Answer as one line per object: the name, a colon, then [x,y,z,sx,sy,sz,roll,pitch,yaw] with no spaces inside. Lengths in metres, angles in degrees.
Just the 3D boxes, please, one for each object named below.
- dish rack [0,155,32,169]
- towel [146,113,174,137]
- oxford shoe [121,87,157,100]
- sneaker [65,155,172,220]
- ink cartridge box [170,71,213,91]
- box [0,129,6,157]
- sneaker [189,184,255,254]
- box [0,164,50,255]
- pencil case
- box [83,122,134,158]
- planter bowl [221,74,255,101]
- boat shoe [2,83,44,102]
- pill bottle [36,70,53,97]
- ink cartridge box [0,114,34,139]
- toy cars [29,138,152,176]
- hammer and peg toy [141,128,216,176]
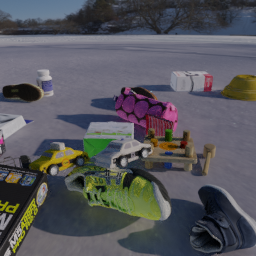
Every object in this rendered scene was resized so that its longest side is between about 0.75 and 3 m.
dish rack: [-3.215,1.378,6.565,2.183,0.595,1.674,-15,26,-22]
towel: [1.061,0.028,9.580,0.133,0.855,1.183,-21,30,-38]
oxford shoe: [0.700,-1.560,13.503,0.962,0.962,2.698,-7,21,-29]
sneaker: [-0.294,1.422,6.072,1.086,1.071,2.842,-25,22,-37]
ink cartridge box: [3.703,-2.772,16.524,2.119,0.893,1.534,-1,22,-3]
box: [-4.295,0.646,8.121,0.919,0.798,1.391,2,23,1]
sneaker: [1.598,1.745,5.559,1.228,0.646,1.700,-6,23,-21]
box: [-3.201,1.566,5.065,2.834,0.627,2.270,8,37,9]
pencil case: [0.684,-0.677,10.714,2.702,1.266,1.226,24,8,41]
box: [-0.569,0.353,8.932,1.495,0.723,1.319,0,22,1]
planter bowl: [6.390,-2.292,15.154,2.499,1.041,2.499,0,21,0]
boat shoe: [-5.248,-1.901,14.490,2.557,0.916,0.974,10,12,24]
pill bottle: [-4.476,-2.413,15.020,0.804,1.343,0.804,0,22,0]
ink cartridge box: [-5.455,-0.144,10.390,2.815,0.573,2.821,5,22,12]
toy cars: [-0.832,0.543,6.347,2.801,0.620,1.256,-7,10,-1]
hammer and peg toy: [1.519,0.619,8.208,2.181,0.769,1.604,3,22,7]
